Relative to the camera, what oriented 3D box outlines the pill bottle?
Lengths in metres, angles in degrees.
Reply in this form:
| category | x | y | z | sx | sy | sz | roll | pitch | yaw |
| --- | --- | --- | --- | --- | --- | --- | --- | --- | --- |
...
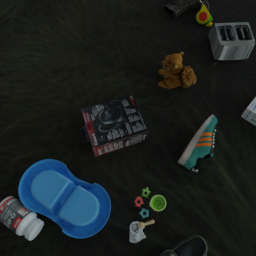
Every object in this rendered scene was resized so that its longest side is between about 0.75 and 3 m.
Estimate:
| category | x | y | z | sx | sy | sz | roll | pitch | yaw |
| --- | --- | --- | --- | --- | --- | --- | --- | --- | --- |
| pill bottle | -3.132 | 2.619 | 8.113 | 1.286 | 0.745 | 0.745 | 29 | 66 | 14 |

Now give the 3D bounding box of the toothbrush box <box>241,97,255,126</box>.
| category | x | y | z | sx | sy | sz | roll | pitch | yaw |
| --- | --- | --- | --- | --- | --- | --- | --- | --- | --- |
| toothbrush box | 4.949 | -0.478 | 9.772 | 1.482 | 0.632 | 1.085 | 37 | 69 | 17 |

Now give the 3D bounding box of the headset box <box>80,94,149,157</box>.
| category | x | y | z | sx | sy | sz | roll | pitch | yaw |
| --- | --- | --- | --- | --- | --- | --- | --- | --- | --- |
| headset box | -0.561 | -0.073 | 9.466 | 2.097 | 0.810 | 1.561 | -18 | 64 | -8 |

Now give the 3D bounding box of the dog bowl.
| category | x | y | z | sx | sy | sz | roll | pitch | yaw |
| --- | --- | --- | --- | --- | --- | --- | --- | --- | --- |
| dog bowl | -1.849 | 2.130 | 8.389 | 2.890 | 0.716 | 1.611 | 27 | 66 | 14 |

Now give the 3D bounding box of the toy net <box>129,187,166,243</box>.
| category | x | y | z | sx | sy | sz | roll | pitch | yaw |
| --- | --- | --- | --- | --- | --- | --- | --- | --- | --- |
| toy net | 0.424 | 2.584 | 8.197 | 0.836 | 0.308 | 1.593 | 31 | 78 | 6 |

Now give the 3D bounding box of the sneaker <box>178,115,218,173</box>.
| category | x | y | z | sx | sy | sz | roll | pitch | yaw |
| --- | --- | --- | --- | --- | --- | --- | --- | --- | --- |
| sneaker | 2.512 | 0.534 | 9.250 | 0.844 | 0.754 | 2.111 | 34 | 71 | 9 |

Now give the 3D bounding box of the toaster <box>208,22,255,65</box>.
| category | x | y | z | sx | sy | sz | roll | pitch | yaw |
| --- | --- | --- | --- | --- | --- | --- | --- | --- | --- |
| toaster | 4.067 | -3.408 | 11.111 | 1.444 | 0.948 | 1.597 | -3 | 63 | 0 |

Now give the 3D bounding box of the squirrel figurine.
| category | x | y | z | sx | sy | sz | roll | pitch | yaw |
| --- | --- | --- | --- | --- | --- | --- | --- | --- | --- |
| squirrel figurine | 1.868 | -2.098 | 10.193 | 1.466 | 1.368 | 1.037 | 25 | 65 | 12 |

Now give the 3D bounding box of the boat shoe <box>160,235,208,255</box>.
| category | x | y | z | sx | sy | sz | roll | pitch | yaw |
| --- | --- | --- | --- | --- | --- | --- | --- | --- | --- |
| boat shoe | 1.123 | 3.805 | 7.441 | 2.661 | 0.900 | 0.956 | -30 | 65 | -16 |

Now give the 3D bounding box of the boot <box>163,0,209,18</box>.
| category | x | y | z | sx | sy | sz | roll | pitch | yaw |
| --- | --- | --- | --- | --- | --- | --- | --- | --- | --- |
| boot | 2.542 | -5.268 | 12.334 | 1.442 | 0.573 | 1.656 | -40 | 60 | -17 |

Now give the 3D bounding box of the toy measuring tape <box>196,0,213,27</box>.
| category | x | y | z | sx | sy | sz | roll | pitch | yaw |
| --- | --- | --- | --- | --- | --- | --- | --- | --- | --- |
| toy measuring tape | 3.037 | -5.025 | 11.980 | 0.609 | 0.609 | 1.656 | -37 | 97 | -17 |
